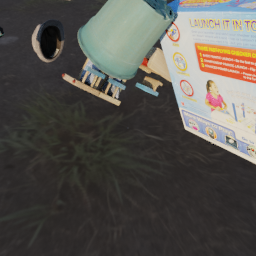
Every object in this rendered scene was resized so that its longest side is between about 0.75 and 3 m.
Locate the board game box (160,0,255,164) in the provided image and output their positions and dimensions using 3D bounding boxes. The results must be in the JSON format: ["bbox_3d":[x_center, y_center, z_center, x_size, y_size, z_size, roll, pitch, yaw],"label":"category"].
[{"bbox_3d":[1.822,-0.755,4.660,0.764,2.676,2.733,-34,34,-17],"label":"board game box"}]

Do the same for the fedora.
[{"bbox_3d":[-2.601,-2.799,8.866,0.602,1.334,1.180,24,36,25],"label":"fedora"}]

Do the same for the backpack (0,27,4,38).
[{"bbox_3d":[-4.313,-2.763,8.093,0.939,0.819,1.069,10,50,33],"label":"backpack"}]

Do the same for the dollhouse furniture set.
[{"bbox_3d":[-0.222,-1.246,6.183,1.400,1.408,1.998,21,8,-42],"label":"dollhouse furniture set"}]

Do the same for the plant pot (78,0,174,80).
[{"bbox_3d":[0.015,-1.603,4.411,1.199,1.174,1.199,26,42,-26],"label":"plant pot"}]
